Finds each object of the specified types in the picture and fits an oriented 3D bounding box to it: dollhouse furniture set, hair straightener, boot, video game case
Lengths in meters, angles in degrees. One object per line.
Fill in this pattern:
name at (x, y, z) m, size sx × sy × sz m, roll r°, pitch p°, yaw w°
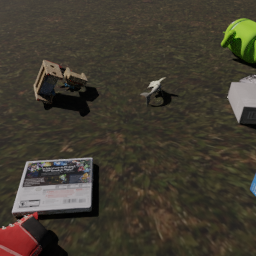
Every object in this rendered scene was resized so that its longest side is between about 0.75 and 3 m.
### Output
dollhouse furniture set at (-2.728, -1.713, 11.511) m, size 1.797 × 1.266 × 1.259 m, roll 14°, pitch 29°, yaw -32°
hair straightener at (-2.961, -2.512, 12.422) m, size 1.550 × 0.596 × 0.317 m, roll 12°, pitch 55°, yaw -19°
boot at (-3.011, 2.411, 6.308) m, size 2.375 × 0.860 × 1.714 m, roll 21°, pitch 42°, yaw 13°
video game case at (-1.992, 1.584, 7.819) m, size 2.000 × 0.234 × 1.819 m, roll -3°, pitch 39°, yaw -3°

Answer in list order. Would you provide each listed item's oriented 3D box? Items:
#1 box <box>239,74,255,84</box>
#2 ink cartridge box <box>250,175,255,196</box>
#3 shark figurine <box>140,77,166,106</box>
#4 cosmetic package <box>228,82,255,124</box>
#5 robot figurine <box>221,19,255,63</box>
box at (5.613, -1.823, 12.071) m, size 1.013 × 0.309 × 1.278 m, roll -22°, pitch 43°, yaw -26°
ink cartridge box at (4.433, 1.848, 6.909) m, size 1.569 × 0.914 × 2.171 m, roll -12°, pitch 40°, yaw -15°
shark figurine at (1.198, -1.512, 11.524) m, size 0.960 × 0.670 × 1.607 m, roll -22°, pitch 20°, yaw 28°
cosmetic package at (4.525, -0.985, 10.643) m, size 0.981 × 0.828 × 1.836 m, roll 4°, pitch 35°, yaw 4°
robot figurine at (6.130, -4.458, 14.269) m, size 2.621 × 1.729 × 2.988 m, roll -12°, pitch 40°, yaw -10°
